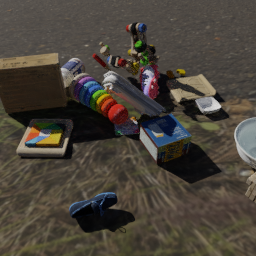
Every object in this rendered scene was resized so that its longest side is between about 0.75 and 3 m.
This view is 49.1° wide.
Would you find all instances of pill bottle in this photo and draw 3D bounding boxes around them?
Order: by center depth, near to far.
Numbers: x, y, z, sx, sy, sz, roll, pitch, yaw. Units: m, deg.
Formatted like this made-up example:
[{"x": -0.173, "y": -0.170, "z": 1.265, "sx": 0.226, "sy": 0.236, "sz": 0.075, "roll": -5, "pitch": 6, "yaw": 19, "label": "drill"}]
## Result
[{"x": -2.777, "y": -2.533, "z": 13.210, "sx": 0.922, "sy": 0.922, "sz": 1.662, "roll": 16, "pitch": 44, "yaw": 17, "label": "pill bottle"}]

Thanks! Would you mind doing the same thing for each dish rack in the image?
[{"x": 0.094, "y": -1.175, "z": 10.682, "sx": 2.502, "sy": 0.545, "sz": 2.147, "roll": 33, "pitch": -3, "yaw": -15, "label": "dish rack"}]

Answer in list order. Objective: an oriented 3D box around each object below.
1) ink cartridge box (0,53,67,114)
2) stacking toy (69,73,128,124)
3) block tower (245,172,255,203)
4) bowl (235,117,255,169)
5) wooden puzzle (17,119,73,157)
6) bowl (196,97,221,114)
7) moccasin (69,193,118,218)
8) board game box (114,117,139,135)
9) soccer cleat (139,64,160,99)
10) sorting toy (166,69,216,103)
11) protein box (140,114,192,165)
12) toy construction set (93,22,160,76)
[{"x": -3.960, "y": -1.820, "z": 11.533, "sx": 2.569, "sy": 2.117, "sz": 0.965, "roll": -8, "pitch": 43, "yaw": -9, "label": "ink cartridge box"}, {"x": -1.105, "y": -1.123, "z": 11.463, "sx": 1.241, "sy": 1.241, "sz": 2.908, "roll": -33, "pitch": 53, "yaw": -31, "label": "stacking toy"}, {"x": 4.728, "y": 2.357, "z": 7.926, "sx": 0.760, "sy": 0.813, "sz": 2.813, "roll": -27, "pitch": 51, "yaw": -27, "label": "block tower"}, {"x": 4.697, "y": 0.747, "z": 9.473, "sx": 2.288, "sy": 1.028, "sz": 2.288, "roll": -1, "pitch": 43, "yaw": 1, "label": "bowl"}, {"x": -3.069, "y": 0.286, "z": 10.521, "sx": 1.740, "sy": 0.350, "sz": 1.881, "roll": 1, "pitch": 42, "yaw": 0, "label": "wooden puzzle"}, {"x": 3.376, "y": -0.910, "z": 11.864, "sx": 0.881, "sy": 0.329, "sz": 0.883, "roll": -13, "pitch": 43, "yaw": -14, "label": "bowl"}, {"x": -0.966, "y": 2.334, "z": 8.115, "sx": 1.434, "sy": 0.577, "sz": 0.489, "roll": -20, "pitch": 20, "yaw": -3, "label": "moccasin"}, {"x": -0.065, "y": -0.100, "z": 11.123, "sx": 0.923, "sy": 0.119, "sz": 0.923, "roll": -4, "pitch": 42, "yaw": -5, "label": "board game box"}, {"x": 0.912, "y": -2.102, "z": 12.911, "sx": 0.993, "sy": 0.866, "sz": 2.597, "roll": -7, "pitch": 40, "yaw": 19, "label": "soccer cleat"}, {"x": 2.781, "y": -2.044, "z": 13.172, "sx": 1.821, "sy": 0.327, "sz": 2.445, "roll": -13, "pitch": 43, "yaw": -7, "label": "sorting toy"}, {"x": 1.305, "y": 0.367, "z": 10.014, "sx": 1.325, "sy": 0.900, "sz": 1.334, "roll": -17, "pitch": 45, "yaw": -18, "label": "protein box"}, {"x": 0.121, "y": -3.306, "z": 13.414, "sx": 2.922, "sy": 2.246, "sz": 2.437, "roll": -9, "pitch": 60, "yaw": 33, "label": "toy construction set"}]
